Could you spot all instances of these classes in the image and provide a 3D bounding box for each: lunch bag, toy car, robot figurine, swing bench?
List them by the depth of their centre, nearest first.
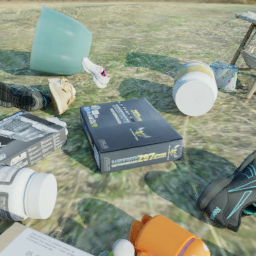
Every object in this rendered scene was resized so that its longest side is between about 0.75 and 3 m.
[{"bbox_3d":[-0.136,2.135,4.111,0.637,0.743,0.850,37,32,-4],"label":"toy car"},{"bbox_3d":[0.660,1.882,4.309,1.378,0.991,0.804,25,75,36],"label":"robot figurine"},{"bbox_3d":[5.213,-2.890,10.814,1.803,2.779,2.764,1,29,1],"label":"swing bench"},{"bbox_3d":[3.826,-2.067,11.206,1.117,0.951,0.681,25,38,37],"label":"lunch bag"}]

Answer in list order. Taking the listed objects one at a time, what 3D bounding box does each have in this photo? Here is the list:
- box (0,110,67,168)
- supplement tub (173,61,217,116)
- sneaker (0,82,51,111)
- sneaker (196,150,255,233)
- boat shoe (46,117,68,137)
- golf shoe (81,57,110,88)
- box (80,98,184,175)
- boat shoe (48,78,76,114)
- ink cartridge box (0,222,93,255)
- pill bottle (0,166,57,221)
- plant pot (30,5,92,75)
[{"bbox_3d":[-3.024,0.404,7.165,1.805,0.570,2.289,19,34,29],"label":"box"},{"bbox_3d":[2.238,-1.359,9.464,1.409,1.409,1.949,5,29,9],"label":"supplement tub"},{"bbox_3d":[-3.750,-1.092,9.824,2.258,0.851,0.895,19,20,19],"label":"sneaker"},{"bbox_3d":[2.420,1.228,5.636,2.302,0.868,0.912,-27,48,-26],"label":"sneaker"},{"bbox_3d":[-2.010,-0.040,8.213,0.404,0.425,1.181,-22,26,-33],"label":"boat shoe"},{"bbox_3d":[-0.700,-1.281,6.196,0.819,0.375,0.308,52,34,4],"label":"golf shoe"},{"bbox_3d":[-0.048,0.064,7.661,2.123,0.687,2.693,-8,31,-16],"label":"box"},{"bbox_3d":[-2.274,-1.249,9.779,0.864,0.921,2.499,-14,31,-13],"label":"boat shoe"},{"bbox_3d":[-0.688,2.095,3.187,1.846,1.520,0.693,14,32,22],"label":"ink cartridge box"},{"bbox_3d":[-2.318,1.218,5.306,1.728,0.983,0.983,4,29,6],"label":"pill bottle"},{"bbox_3d":[-2.856,-3.559,12.259,2.233,2.783,2.783,13,26,-16],"label":"plant pot"}]
